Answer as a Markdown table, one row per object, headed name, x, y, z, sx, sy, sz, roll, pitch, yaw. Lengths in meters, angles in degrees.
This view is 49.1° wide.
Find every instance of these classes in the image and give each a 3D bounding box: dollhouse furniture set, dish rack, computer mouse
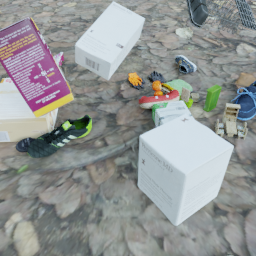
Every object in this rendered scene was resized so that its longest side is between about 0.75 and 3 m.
| name | x | y | z | sx | sy | sz | roll | pitch | yaw |
| --- | --- | --- | --- | --- | --- | --- | --- | --- | --- |
| dollhouse furniture set | 3.803 | -0.252 | 10.291 | 1.023 | 0.776 | 1.168 | 8 | 39 | 9 |
| dish rack | 3.028 | -3.792 | 9.001 | 2.269 | 0.619 | 1.741 | 9 | 61 | -19 |
| dollhouse furniture set | 2.576 | -1.715 | 11.920 | 1.304 | 1.007 | 2.610 | -27 | 47 | -29 |
| computer mouse | -3.055 | 0.526 | 9.764 | 1.627 | 0.277 | 0.477 | -11 | 65 | -24 |

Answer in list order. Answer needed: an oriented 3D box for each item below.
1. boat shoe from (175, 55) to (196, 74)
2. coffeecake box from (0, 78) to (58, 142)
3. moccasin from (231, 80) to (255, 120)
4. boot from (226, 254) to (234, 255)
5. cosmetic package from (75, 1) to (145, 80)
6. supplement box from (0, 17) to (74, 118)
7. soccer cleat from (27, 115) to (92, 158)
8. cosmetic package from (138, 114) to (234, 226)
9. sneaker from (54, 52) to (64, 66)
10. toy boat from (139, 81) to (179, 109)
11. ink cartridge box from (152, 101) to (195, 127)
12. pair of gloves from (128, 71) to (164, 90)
| name | x | y | z | sx | sy | sz | roll | pitch | yaw |
| --- | --- | --- | --- | --- | --- | --- | --- | --- | --- |
| boat shoe | 2.741 | -3.243 | 14.217 | 0.670 | 0.522 | 1.476 | -20 | 45 | -29 |
| coffeecake box | -3.938 | -0.812 | 10.747 | 2.244 | 1.068 | 2.924 | -2 | 39 | -3 |
| moccasin | 4.980 | -1.340 | 11.510 | 1.116 | 0.946 | 2.775 | 21 | 43 | 24 |
| boot | 2.365 | 3.424 | 5.939 | 0.975 | 0.474 | 1.295 | -24 | 41 | -29 |
| cosmetic package | -0.619 | -3.140 | 10.010 | 1.444 | 1.038 | 2.560 | 28 | 64 | 3 |
| supplement box | -2.880 | -1.874 | 8.581 | 1.337 | 2.591 | 1.696 | -28 | 26 | -4 |
| soccer cleat | -2.279 | 0.208 | 9.468 | 2.397 | 0.972 | 0.809 | -28 | 67 | -30 |
| cosmetic package | 1.433 | 1.079 | 7.595 | 1.710 | 2.056 | 1.720 | -24 | 45 | -27 |
| sneaker | -3.712 | -3.700 | 14.852 | 0.505 | 0.465 | 1.144 | 4 | 38 | 1 |
| toy boat | 1.230 | -1.360 | 11.250 | 1.640 | 1.072 | 1.070 | -8 | 5 | -10 |
| ink cartridge box | 1.698 | -0.217 | 10.301 | 1.240 | 0.702 | 1.691 | -7 | 39 | -8 |
| pair of gloves | 0.877 | -2.314 | 13.331 | 1.706 | 0.211 | 1.520 | -5 | 39 | -7 |
